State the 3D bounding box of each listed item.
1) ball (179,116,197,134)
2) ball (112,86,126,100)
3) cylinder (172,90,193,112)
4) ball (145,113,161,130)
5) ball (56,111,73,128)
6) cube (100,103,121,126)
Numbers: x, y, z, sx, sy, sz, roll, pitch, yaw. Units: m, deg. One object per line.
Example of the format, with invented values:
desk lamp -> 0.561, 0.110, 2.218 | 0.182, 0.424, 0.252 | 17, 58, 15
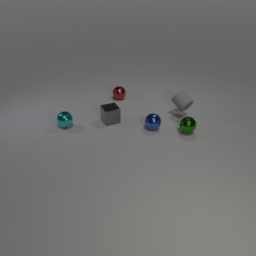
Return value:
ball -> 2.439, -0.124, 11.411 | 0.700, 0.700, 0.700 | 0, 30, 0
ball -> -0.455, -1.815, 14.508 | 0.700, 0.700, 0.700 | 0, 30, 0
cylinder -> 2.428, -1.210, 12.492 | 0.700, 0.700, 0.700 | -23, 66, -35
ball -> 1.046, -0.269, 11.718 | 0.700, 0.700, 0.700 | 0, 30, 0
ball -> -2.679, -0.364, 11.868 | 0.700, 0.700, 0.700 | 0, 30, 0
cube -> -0.773, -0.621, 12.346 | 0.700, 0.700, 0.700 | -13, 34, -21
